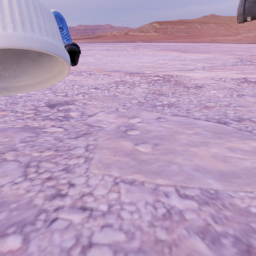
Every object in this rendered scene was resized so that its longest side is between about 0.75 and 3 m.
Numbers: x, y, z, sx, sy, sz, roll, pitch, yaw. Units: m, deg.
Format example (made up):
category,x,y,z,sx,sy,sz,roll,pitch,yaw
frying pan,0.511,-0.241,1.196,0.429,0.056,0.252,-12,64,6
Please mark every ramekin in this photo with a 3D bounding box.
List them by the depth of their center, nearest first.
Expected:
category,x,y,z,sx,sy,sz,roll,pitch,yaw
ramekin,-2.527,-1.662,5.681,2.532,1.329,2.532,-12,-7,-2

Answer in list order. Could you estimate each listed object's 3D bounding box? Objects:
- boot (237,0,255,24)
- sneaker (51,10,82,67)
category,x,y,z,sx,sy,sz,roll,pitch,yaw
boot,3.801,-3.274,6.892,1.890,1.558,0.620,6,-19,30
sneaker,-2.189,-3.093,9.808,0.745,1.940,1.079,-25,36,-24
